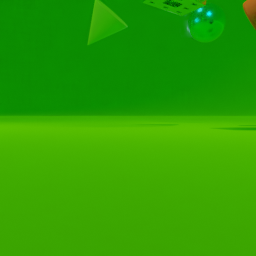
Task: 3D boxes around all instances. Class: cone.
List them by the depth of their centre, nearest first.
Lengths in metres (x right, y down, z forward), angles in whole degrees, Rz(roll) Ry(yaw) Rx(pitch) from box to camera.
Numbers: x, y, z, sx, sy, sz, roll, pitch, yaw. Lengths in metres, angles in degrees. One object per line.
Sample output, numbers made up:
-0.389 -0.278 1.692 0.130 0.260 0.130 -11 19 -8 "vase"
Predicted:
-1.018 -3.544 10.054 1.438 1.444 1.438 37 20 -16 "cone"

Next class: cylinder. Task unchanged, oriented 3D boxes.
3.151 -2.562 5.944 0.982 0.982 0.982 -3 -22 -48 "cylinder"

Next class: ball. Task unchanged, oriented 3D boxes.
2.545 -3.399 9.071 1.204 1.204 1.204 0 3 0 "ball"

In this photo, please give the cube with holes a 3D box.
1.248 -3.710 7.000 1.207 1.207 1.207 11 6 -19 "cube with holes"
